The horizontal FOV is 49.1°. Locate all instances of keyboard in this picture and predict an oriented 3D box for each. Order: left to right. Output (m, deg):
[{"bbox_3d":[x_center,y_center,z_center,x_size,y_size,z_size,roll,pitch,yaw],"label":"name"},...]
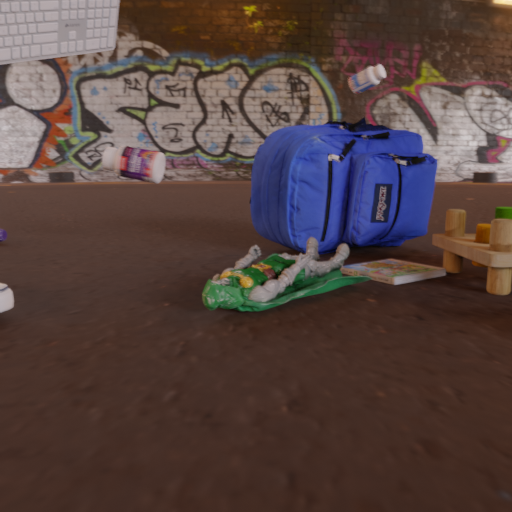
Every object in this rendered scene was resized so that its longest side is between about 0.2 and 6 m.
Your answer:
[{"bbox_3d":[-2.780,-2.727,6.648,0.160,0.844,2.997,27,36,25],"label":"keyboard"}]

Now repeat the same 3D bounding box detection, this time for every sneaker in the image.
[{"bbox_3d":[-3.859,0.274,6.159,2.401,0.850,0.877,1,10,9],"label":"sneaker"}]

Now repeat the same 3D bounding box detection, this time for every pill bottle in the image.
[{"bbox_3d":[-2.239,-1.691,10.223,1.034,0.576,0.576,11,11,5],"label":"pill bottle"},{"bbox_3d":[2.661,-4.236,13.394,0.812,0.456,0.456,-17,-3,39],"label":"pill bottle"}]

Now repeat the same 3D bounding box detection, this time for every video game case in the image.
[{"bbox_3d":[2.095,0.227,8.604,1.196,0.132,1.089,-7,12,-36],"label":"video game case"}]

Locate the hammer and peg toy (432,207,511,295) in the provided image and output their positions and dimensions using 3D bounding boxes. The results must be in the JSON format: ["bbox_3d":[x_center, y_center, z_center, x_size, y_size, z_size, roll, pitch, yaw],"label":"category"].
[{"bbox_3d":[4.295,-0.131,8.022,2.901,1.023,2.134,-1,10,-3],"label":"hammer and peg toy"}]

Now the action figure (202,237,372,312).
[{"bbox_3d":[0.245,0.245,7.104,1.504,0.696,2.545,11,18,36],"label":"action figure"}]

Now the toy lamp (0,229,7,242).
[{"bbox_3d":[-5.958,-0.439,11.928,1.282,0.373,0.373,-1,9,7],"label":"toy lamp"}]

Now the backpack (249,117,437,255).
[{"bbox_3d":[1.616,-1.340,10.659,3.150,2.560,2.643,-4,13,-27],"label":"backpack"}]
